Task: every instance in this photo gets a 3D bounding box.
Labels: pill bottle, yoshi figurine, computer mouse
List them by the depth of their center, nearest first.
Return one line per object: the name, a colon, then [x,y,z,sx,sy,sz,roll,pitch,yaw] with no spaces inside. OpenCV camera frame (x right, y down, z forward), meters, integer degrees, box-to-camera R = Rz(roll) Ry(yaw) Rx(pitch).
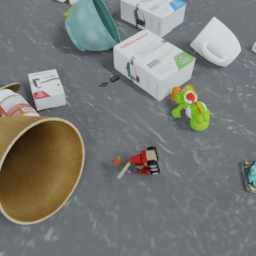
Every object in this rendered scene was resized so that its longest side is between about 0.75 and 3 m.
pill bottle: [-3.819,-0.543,9.563,1.005,1.005,1.792,-35,59,-25]
yoshi figurine: [2.243,-0.632,9.850,1.147,1.151,2.048,27,26,-30]
computer mouse: [-0.734,-1.897,11.183,0.927,0.158,0.272,-31,59,-22]

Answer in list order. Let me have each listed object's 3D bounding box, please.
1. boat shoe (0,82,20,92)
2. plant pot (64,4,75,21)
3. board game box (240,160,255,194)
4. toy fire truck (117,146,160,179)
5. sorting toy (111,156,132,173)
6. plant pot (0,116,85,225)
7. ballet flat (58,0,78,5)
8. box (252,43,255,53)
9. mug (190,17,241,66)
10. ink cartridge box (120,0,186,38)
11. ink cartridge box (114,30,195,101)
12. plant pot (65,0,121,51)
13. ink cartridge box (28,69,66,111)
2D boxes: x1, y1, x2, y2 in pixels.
boat shoe: [-4.759,-1.469,10.641,1.282,0.469,0.416,-29,62,-21]
plant pot: [-2.169,-5.246,13.159,1.451,1.507,1.507,-36,59,-11]
board game box: [3.878,1.484,8.491,0.721,0.150,1.066,3,51,2]
toy fire truck: [0.305,1.116,8.191,1.184,1.042,0.762,-7,63,8]
sorting toy: [-0.144,1.087,8.427,0.274,0.790,0.272,23,79,54]
plant pot: [-3.217,0.773,7.729,2.930,2.730,2.730,14,51,31]
ballet flat: [-3.195,-7.147,15.007,2.658,0.901,0.961,17,74,14]
box: [6.147,-3.056,11.968,0.390,0.364,1.880,-24,55,-18]
mug: [3.560,-3.264,11.315,1.707,1.437,1.947,39,47,-2]
ink cartridge box: [1.178,-5.666,13.584,2.573,1.077,1.866,35,59,25]
ink cartridge box: [0.967,-2.569,11.093,1.929,1.113,2.640,-35,59,-25]
plant pot: [-1.608,-4.296,11.916,1.640,2.448,2.448,-23,50,17]
ink cartridge box: [-3.027,-1.452,10.445,1.090,0.616,1.486,-15,51,-17]
